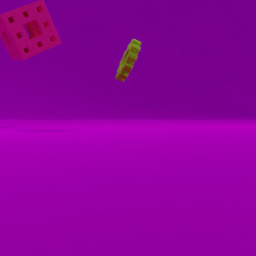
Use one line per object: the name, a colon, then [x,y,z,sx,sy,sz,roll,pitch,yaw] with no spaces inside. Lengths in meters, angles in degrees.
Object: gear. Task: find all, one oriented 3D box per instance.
gear: [-0.002,-2.547,10.608,0.296,1.601,1.601,22,-4,-13]

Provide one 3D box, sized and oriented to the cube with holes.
cube with holes: [-3.135,-2.985,8.645,1.318,1.318,1.318,-34,30,-25]
